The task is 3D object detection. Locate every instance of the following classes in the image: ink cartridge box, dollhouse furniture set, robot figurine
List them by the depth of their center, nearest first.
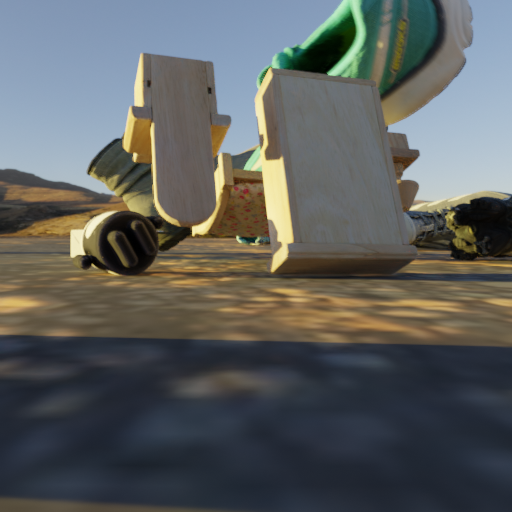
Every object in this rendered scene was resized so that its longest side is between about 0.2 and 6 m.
[{"bbox_3d":[-1.094,-0.110,4.470,0.626,0.520,0.833,10,-3,-30],"label":"robot figurine"},{"bbox_3d":[-0.014,-0.142,5.451,2.719,1.557,3.189,2,-22,-19],"label":"dollhouse furniture set"},{"bbox_3d":[-1.919,-0.172,7.861,0.662,0.390,1.150,2,3,36],"label":"ink cartridge box"}]

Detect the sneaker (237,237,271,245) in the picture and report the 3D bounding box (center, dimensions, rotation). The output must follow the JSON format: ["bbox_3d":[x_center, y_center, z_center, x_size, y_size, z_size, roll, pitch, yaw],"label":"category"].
[{"bbox_3d":[0.366,-0.597,16.800,2.022,0.785,0.873,-8,9,23],"label":"sneaker"}]

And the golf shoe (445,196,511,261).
[{"bbox_3d":[3.345,-0.375,6.231,1.151,0.947,2.436,-1,4,-28],"label":"golf shoe"}]

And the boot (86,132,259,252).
[{"bbox_3d":[-1.047,-1.611,9.037,2.988,1.952,1.012,-38,-4,-25],"label":"boot"}]

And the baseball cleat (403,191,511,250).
[{"bbox_3d":[3.566,-0.541,11.125,3.345,1.166,1.780,-10,2,32],"label":"baseball cleat"}]

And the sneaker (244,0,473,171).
[{"bbox_3d":[0.591,-1.634,5.877,1.362,1.326,3.421,8,-32,-26],"label":"sneaker"}]
